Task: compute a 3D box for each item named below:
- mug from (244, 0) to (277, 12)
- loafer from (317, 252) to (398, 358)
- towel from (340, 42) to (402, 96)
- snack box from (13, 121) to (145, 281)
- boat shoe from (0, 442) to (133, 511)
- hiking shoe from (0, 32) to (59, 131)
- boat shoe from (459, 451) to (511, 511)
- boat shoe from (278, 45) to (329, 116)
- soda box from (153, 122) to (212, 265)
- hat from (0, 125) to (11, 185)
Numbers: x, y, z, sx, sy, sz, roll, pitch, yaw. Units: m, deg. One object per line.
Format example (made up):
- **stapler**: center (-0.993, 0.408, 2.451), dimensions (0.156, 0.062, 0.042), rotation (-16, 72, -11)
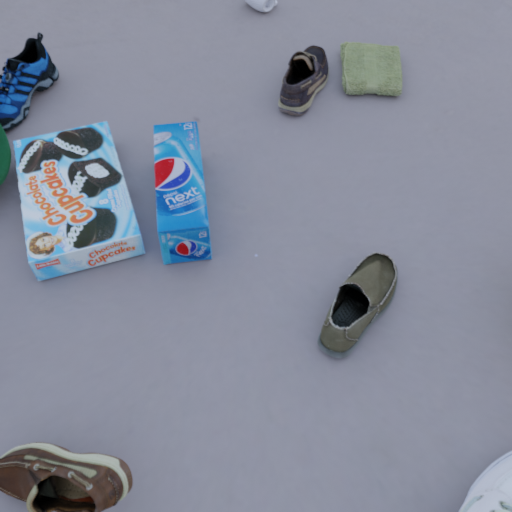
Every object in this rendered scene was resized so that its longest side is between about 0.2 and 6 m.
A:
- **mug**: center (0.158, -6.105, 13.202), dimensions (0.838, 0.619, 0.735), rotation (-12, 56, -48)
- **loafer**: center (1.503, 0.587, 7.848), dimensions (0.704, 0.652, 1.871), rotation (24, 56, 18)
- **towel**: center (2.379, -3.875, 11.577), dimensions (1.281, 0.315, 1.727), rotation (3, 51, 1)
- **snack box**: center (-2.958, -1.002, 9.176), dimensions (1.660, 0.530, 2.857), rotation (-16, 54, -12)
- **boat shoe**: center (-2.258, 2.445, 6.035), dimensions (1.792, 0.662, 0.663), rotation (-8, 10, 22)
- **hiking shoe**: center (-4.653, -3.282, 10.677), dimensions (0.797, 0.929, 2.143), rotation (13, 57, 12)
- **boat shoe**: center (2.506, 3.056, 5.685), dimensions (1.099, 0.998, 2.988), rotation (35, 60, 24)
- **boat shoe**: center (1.009, -3.636, 11.100), dimensions (0.769, 0.757, 2.064), rotation (13, 53, 10)
- **soda box**: center (-1.210, -1.075, 9.043), dimensions (0.778, 0.823, 2.425), rotation (-7, 52, -5)
- **hat**: center (-5.929, -1.409, 9.583), dimensions (2.501, 2.658, 3.019), rotation (9, 52, -41)
